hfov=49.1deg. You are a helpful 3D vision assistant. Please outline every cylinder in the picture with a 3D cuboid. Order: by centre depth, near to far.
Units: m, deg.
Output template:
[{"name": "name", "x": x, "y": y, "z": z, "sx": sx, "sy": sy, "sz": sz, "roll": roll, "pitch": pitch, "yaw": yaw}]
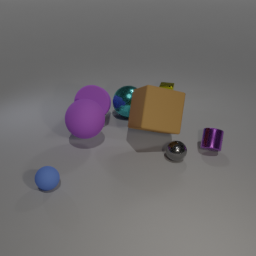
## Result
[{"name": "cylinder", "x": 2.933, "y": 0.409, "z": 9.764, "sx": 0.700, "sy": 0.700, "sz": 0.700, "roll": 12, "pitch": -9, "yaw": 2}, {"name": "cylinder", "x": -1.433, "y": -1.055, "z": 11.644, "sx": 1.400, "sy": 1.400, "sz": 1.400, "roll": -1, "pitch": 6, "yaw": -1}]

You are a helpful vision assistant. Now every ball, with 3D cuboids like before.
[{"name": "ball", "x": -2.342, "y": 1.455, "z": 8.126, "sx": 0.700, "sy": 0.700, "sz": 0.700, "roll": 0, "pitch": 28, "yaw": 0}, {"name": "ball", "x": 1.631, "y": 0.767, "z": 9.429, "sx": 0.700, "sy": 0.700, "sz": 0.700, "roll": 0, "pitch": 28, "yaw": 0}, {"name": "ball", "x": -1.512, "y": -0.321, "z": 9.870, "sx": 1.400, "sy": 1.400, "sz": 1.400, "roll": 0, "pitch": 28, "yaw": 0}, {"name": "ball", "x": 0.023, "y": -1.151, "z": 12.235, "sx": 1.400, "sy": 1.400, "sz": 1.400, "roll": 0, "pitch": 28, "yaw": 0}]

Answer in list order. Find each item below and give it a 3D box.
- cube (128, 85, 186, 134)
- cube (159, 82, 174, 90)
[{"name": "cube", "x": 0.942, "y": -0.586, "z": 9.608, "sx": 1.400, "sy": 1.400, "sz": 1.400, "roll": 9, "pitch": -2, "yaw": -19}, {"name": "cube", "x": 1.975, "y": -1.895, "z": 14.369, "sx": 0.700, "sy": 0.700, "sz": 0.700, "roll": 7, "pitch": 29, "yaw": 13}]
